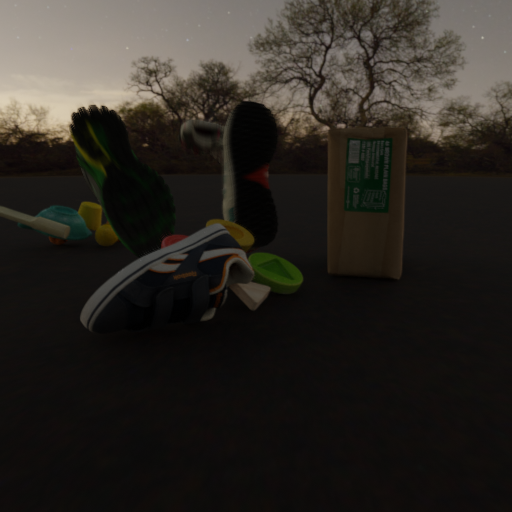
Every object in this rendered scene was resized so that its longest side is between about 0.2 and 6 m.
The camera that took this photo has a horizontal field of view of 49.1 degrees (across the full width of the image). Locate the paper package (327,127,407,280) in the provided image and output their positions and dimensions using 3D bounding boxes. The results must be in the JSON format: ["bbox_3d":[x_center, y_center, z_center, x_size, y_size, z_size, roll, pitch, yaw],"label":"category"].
[{"bbox_3d":[2.023,-1.021,10.134,1.307,2.526,2.407,2,12,12],"label":"paper package"}]

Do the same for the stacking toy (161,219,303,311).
[{"bbox_3d":[-0.450,0.372,8.511,1.899,0.886,2.098,33,26,20],"label":"stacking toy"}]

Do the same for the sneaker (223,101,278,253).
[{"bbox_3d":[-0.278,-1.518,11.238,1.093,3.105,1.452,3,-15,-21],"label":"sneaker"}]

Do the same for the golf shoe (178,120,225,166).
[{"bbox_3d":[-0.697,-2.406,12.205,2.013,0.777,0.887,15,-8,-11],"label":"golf shoe"}]

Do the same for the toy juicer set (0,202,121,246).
[{"bbox_3d":[-4.149,-0.533,12.559,1.972,0.843,3.100,23,15,23],"label":"toy juicer set"}]

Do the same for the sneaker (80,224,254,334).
[{"bbox_3d":[-0.944,0.404,6.771,2.270,0.890,0.901,-33,70,-35],"label":"sneaker"}]

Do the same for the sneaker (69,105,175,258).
[{"bbox_3d":[-2.309,-1.192,9.894,1.158,2.969,1.265,-22,-18,-20],"label":"sneaker"}]
